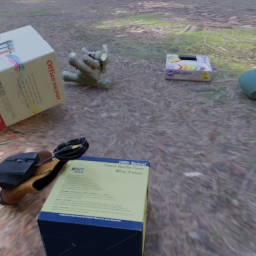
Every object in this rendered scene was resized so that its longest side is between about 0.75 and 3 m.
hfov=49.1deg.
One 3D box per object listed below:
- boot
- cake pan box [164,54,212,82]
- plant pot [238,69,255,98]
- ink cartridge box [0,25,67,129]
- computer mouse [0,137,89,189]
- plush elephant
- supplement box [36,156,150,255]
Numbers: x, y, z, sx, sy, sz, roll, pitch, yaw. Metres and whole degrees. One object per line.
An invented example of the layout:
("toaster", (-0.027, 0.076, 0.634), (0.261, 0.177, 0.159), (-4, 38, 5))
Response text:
("boot", (-1.753, 0.792, 5.651), (1.712, 0.586, 1.611), (-29, 10, 41))
("cake pan box", (2.607, -2.673, 12.278), (1.916, 0.544, 2.080), (7, 32, 7))
("plant pot", (4.588, -1.510, 10.058), (1.080, 1.080, 0.727), (1, 62, 1))
("ink cartridge box", (-3.503, -1.491, 8.327), (2.616, 1.900, 1.892), (-27, 53, -22))
("computer mouse", (-1.667, 0.563, 5.039), (2.406, 0.409, 0.705), (-22, 26, 28))
("plush elephant", (-1.403, -2.530, 10.965), (1.974, 1.626, 1.528), (19, 62, -8))
("supplement box", (-0.471, 1.439, 5.021), (1.625, 1.091, 1.623), (4, 32, 6))
